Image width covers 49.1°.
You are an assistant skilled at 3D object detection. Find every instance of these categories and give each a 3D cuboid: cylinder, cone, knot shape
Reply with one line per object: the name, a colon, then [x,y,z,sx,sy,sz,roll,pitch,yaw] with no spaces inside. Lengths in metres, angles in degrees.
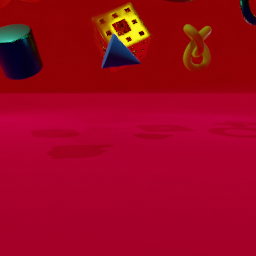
cylinder: [-3.071,-2.107,7.774,1.134,1.134,1.134,-3,44,3]
cone: [-0.090,-1.843,7.299,0.939,0.935,0.935,18,4,-13]
knot shape: [2.485,-2.968,9.894,0.781,1.690,1.581,4,42,29]

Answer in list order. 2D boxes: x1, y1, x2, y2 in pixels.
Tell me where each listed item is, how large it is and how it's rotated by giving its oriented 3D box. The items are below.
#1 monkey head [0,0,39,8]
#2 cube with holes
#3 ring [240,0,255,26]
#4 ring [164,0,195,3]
monkey head: [-2.472,-3.057,5.601,1.347,1.872,1.128,2,-20,-11]
cube with holes: [-0.230,-2.780,8.762,1.289,1.289,1.289,-28,-9,-10]
ring: [3.262,-3.188,7.219,1.067,1.067,0.213,-5,4,-33]
ring: [1.163,-4.067,8.011,1.925,0.385,1.925,13,10,-2]
